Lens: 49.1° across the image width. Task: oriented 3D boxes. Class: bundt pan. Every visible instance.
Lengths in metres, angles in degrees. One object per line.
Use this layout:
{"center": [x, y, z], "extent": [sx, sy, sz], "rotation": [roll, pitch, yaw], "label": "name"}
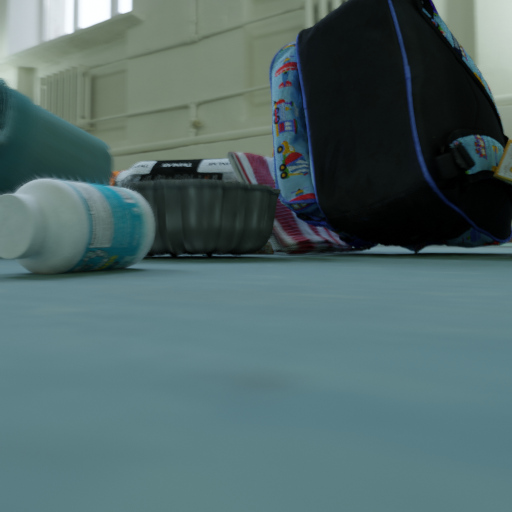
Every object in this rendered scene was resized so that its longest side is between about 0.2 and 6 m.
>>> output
{"center": [-0.830, -0.430, 7.511], "extent": [2.341, 0.879, 2.341], "rotation": [0, -1, 0], "label": "bundt pan"}

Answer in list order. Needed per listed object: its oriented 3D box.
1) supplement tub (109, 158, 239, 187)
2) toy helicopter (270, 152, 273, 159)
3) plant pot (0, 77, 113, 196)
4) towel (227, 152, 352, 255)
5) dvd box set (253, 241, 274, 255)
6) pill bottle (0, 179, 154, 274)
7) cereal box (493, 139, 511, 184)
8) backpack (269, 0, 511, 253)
{"center": [-1.459, -1.041, 11.546], "extent": [3.085, 1.890, 1.890], "rotation": [1, 2, 13], "label": "supplement tub"}
{"center": [0.984, -1.640, 11.670], "extent": [1.321, 0.788, 1.998], "rotation": [-20, 48, -42], "label": "toy helicopter"}
{"center": [-3.402, -1.459, 8.697], "extent": [1.926, 1.926, 1.887], "rotation": [2, -12, 44], "label": "plant pot"}
{"center": [0.722, -0.913, 9.701], "extent": [0.302, 1.914, 2.657], "rotation": [-36, -18, 29], "label": "towel"}
{"center": [-0.645, -0.624, 9.686], "extent": [2.101, 0.309, 1.537], "rotation": [1, 43, 11], "label": "dvd box set"}
{"center": [-1.375, -0.213, 4.216], "extent": [0.689, 0.689, 1.243], "rotation": [1, 2, 24], "label": "pill bottle"}
{"center": [5.008, -0.767, 7.510], "extent": [3.038, 0.600, 2.186], "rotation": [26, 16, 32], "label": "cereal box"}
{"center": [2.629, -1.873, 9.613], "extent": [2.930, 3.976, 4.355], "rotation": [-20, -25, 36], "label": "backpack"}
